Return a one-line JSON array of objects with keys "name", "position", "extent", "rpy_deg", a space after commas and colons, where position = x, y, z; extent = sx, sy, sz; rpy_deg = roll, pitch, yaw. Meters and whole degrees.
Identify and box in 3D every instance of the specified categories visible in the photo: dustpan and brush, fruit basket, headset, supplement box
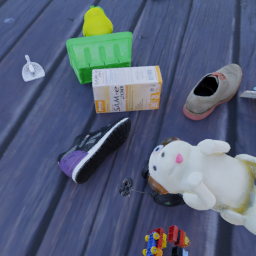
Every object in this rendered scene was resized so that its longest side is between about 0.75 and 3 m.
[{"name": "dustpan and brush", "position": [-3.645, -2.298, 10.482], "extent": [0.772, 0.317, 1.107], "rpy_deg": [-21, 56, -15]}, {"name": "fruit basket", "position": [-1.024, -2.989, 10.050], "extent": [2.473, 1.783, 2.473], "rpy_deg": [1, 68, -3]}, {"name": "headset", "position": [0.890, 1.319, 7.307], "extent": [2.368, 1.113, 1.462], "rpy_deg": [-12, 53, -23]}, {"name": "supplement box", "position": [-0.042, -1.216, 9.049], "extent": [2.115, 1.333, 0.778], "rpy_deg": [-5, 55, -3]}]

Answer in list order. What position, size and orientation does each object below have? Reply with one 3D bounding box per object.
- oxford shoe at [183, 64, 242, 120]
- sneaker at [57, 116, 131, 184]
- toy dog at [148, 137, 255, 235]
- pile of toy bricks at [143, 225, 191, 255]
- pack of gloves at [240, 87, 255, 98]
[{"name": "oxford shoe", "position": [3.025, -1.439, 9.351], "extent": [1.037, 1.101, 2.945], "rpy_deg": [35, 61, 23]}, {"name": "sneaker", "position": [-0.983, 0.356, 8.173], "extent": [1.101, 0.952, 2.514], "rpy_deg": [31, 59, 27]}, {"name": "toy dog", "position": [1.343, 0.798, 5.023], "extent": [1.944, 1.884, 1.356], "rpy_deg": [18, 82, 8]}, {"name": "pile of toy bricks", "position": [0.935, 3.354, 5.958], "extent": [1.155, 1.298, 2.340], "rpy_deg": [39, 41, -19]}, {"name": "pack of gloves", "position": [4.876, -0.882, 8.717], "extent": [2.254, 1.894, 0.445], "rpy_deg": [8, 85, 6]}]
